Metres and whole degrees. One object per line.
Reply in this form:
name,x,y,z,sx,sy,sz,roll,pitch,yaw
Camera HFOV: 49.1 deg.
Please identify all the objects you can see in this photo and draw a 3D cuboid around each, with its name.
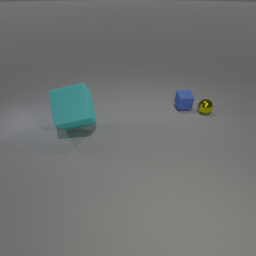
cube,-2.146,-0.801,11.105,1.400,1.400,1.400,-12,-7,1
ball,3.619,-0.999,13.056,0.700,0.700,0.700,0,28,0
cube,2.689,-1.343,13.420,0.700,0.700,0.700,-2,43,-7
